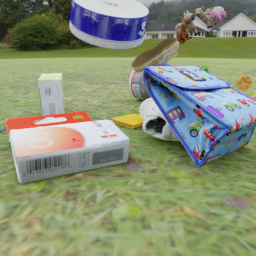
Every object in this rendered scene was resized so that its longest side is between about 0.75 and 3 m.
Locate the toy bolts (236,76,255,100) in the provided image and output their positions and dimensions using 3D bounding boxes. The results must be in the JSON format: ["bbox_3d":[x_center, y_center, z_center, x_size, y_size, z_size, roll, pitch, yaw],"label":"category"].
[{"bbox_3d":[4.375,-1.200,10.654,1.338,1.278,0.928,-19,25,0],"label":"toy bolts"}]

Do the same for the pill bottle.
[{"bbox_3d":[1.519,-1.830,11.803,2.692,1.533,1.533,13,21,37],"label":"pill bottle"}]

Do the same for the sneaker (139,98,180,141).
[{"bbox_3d":[0.802,-0.325,7.727,1.238,0.930,2.485,-2,18,-26],"label":"sneaker"}]

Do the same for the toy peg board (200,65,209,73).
[{"bbox_3d":[1.794,-1.311,9.443,1.971,0.968,1.979,14,58,37],"label":"toy peg board"}]

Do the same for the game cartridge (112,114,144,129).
[{"bbox_3d":[0.174,-0.225,8.933,0.911,0.168,1.033,18,22,40],"label":"game cartridge"}]

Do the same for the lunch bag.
[{"bbox_3d":[1.659,-0.661,6.659,2.007,1.254,2.665,-14,53,-39],"label":"lunch bag"}]

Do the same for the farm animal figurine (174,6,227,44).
[{"bbox_3d":[2.090,-3.247,8.407,1.529,0.769,1.234,-27,8,20],"label":"farm animal figurine"}]

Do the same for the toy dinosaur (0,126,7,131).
[{"bbox_3d":[-4.146,-0.057,7.520,1.552,0.898,1.710,-9,18,42],"label":"toy dinosaur"}]

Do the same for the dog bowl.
[{"bbox_3d":[-0.487,-2.844,7.276,1.988,0.783,1.988,8,39,-7],"label":"dog bowl"}]

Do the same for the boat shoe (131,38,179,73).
[{"bbox_3d":[1.043,-2.390,9.709,2.159,0.717,0.799,-36,38,-24],"label":"boat shoe"}]

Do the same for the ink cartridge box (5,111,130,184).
[{"bbox_3d":[-1.543,0.024,6.495,2.265,0.700,2.793,-8,32,-26],"label":"ink cartridge box"}]

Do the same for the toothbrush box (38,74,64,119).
[{"bbox_3d":[-2.696,-1.168,9.986,0.797,1.349,1.852,-4,18,-11],"label":"toothbrush box"}]

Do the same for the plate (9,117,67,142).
[{"bbox_3d":[-1.888,0.043,7.819,1.985,0.321,1.980,6,18,17],"label":"plate"}]
